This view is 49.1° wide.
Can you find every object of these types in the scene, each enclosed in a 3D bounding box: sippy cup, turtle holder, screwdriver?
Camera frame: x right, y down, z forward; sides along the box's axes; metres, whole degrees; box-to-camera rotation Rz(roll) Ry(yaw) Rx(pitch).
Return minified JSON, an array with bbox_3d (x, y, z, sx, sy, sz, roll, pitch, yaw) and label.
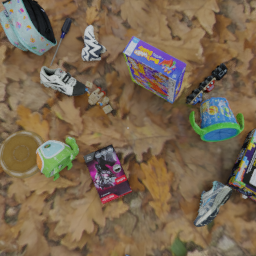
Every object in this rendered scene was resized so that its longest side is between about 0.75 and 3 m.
[{"bbox_3d":[3.409,-0.367,10.756,1.506,1.918,1.405,-23,61,36],"label":"sippy cup"},{"bbox_3d":[-2.616,0.989,10.446,1.204,1.288,1.696,44,82,9],"label":"turtle holder"},{"bbox_3d":[-2.937,-3.682,11.994,0.342,0.328,2.348,13,77,35],"label":"screwdriver"}]

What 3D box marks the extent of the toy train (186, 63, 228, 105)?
[{"bbox_3d":[3.269,-1.747,11.533,2.372,0.405,0.543,-44,93,-10],"label":"toy train"}]

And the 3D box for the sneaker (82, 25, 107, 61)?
[{"bbox_3d":[-1.345,-3.538,11.802,0.997,0.612,1.533,7,78,0],"label":"sneaker"}]

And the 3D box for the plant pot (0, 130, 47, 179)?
[{"bbox_3d":[-4.151,1.005,10.972,1.917,0.263,1.917,0,78,0],"label":"plant pot"}]

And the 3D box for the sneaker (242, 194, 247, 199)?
[{"bbox_3d":[4.332,2.071,10.663,0.499,0.429,1.178,12,66,1],"label":"sneaker"}]

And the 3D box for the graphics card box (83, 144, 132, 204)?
[{"bbox_3d":[-0.775,1.745,10.684,1.229,0.498,1.959,-22,78,-4],"label":"graphics card box"}]

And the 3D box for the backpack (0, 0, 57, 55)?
[{"bbox_3d":[-3.963,-4.017,11.275,1.676,1.921,2.186,-35,79,9],"label":"backpack"}]

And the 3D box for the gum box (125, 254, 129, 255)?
[{"bbox_3d":[0.423,5.966,9.724,1.992,0.522,2.344,21,78,5],"label":"gum box"}]

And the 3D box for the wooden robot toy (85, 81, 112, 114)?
[{"bbox_3d":[-1.190,-1.077,10.483,1.403,0.637,0.618,46,46,-4],"label":"wooden robot toy"}]

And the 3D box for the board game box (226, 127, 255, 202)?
[{"bbox_3d":[5.124,1.518,10.382,2.079,0.713,2.515,32,67,5],"label":"board game box"}]

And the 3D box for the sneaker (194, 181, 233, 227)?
[{"bbox_3d":[3.018,2.825,10.437,1.903,0.739,0.821,-51,49,1],"label":"sneaker"}]

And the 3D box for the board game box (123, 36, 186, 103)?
[{"bbox_3d":[0.983,-1.960,10.122,1.951,2.902,0.650,31,86,11],"label":"board game box"}]

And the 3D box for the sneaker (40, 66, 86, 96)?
[{"bbox_3d":[-2.591,-1.906,11.185,1.991,0.881,0.737,16,52,1],"label":"sneaker"}]
